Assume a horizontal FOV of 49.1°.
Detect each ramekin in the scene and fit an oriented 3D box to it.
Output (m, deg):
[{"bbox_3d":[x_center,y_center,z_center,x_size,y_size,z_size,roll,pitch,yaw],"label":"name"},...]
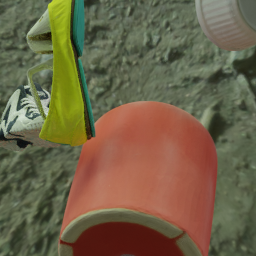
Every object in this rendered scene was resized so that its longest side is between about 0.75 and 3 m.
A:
[{"bbox_3d":[2.395,-2.560,5.466,2.006,0.934,2.006,-4,102,-20],"label":"ramekin"}]

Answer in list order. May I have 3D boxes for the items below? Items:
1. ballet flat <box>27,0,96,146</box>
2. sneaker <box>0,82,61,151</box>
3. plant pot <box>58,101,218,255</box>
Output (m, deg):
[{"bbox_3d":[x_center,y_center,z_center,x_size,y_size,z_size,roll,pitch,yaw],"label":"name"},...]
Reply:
[{"bbox_3d":[-1.065,-1.080,4.293,0.929,0.926,2.772,-5,78,-4],"label":"ballet flat"},{"bbox_3d":[-1.771,-0.353,5.355,0.850,2.130,1.386,24,64,-36],"label":"sneaker"},{"bbox_3d":[0.203,1.259,4.697,2.771,2.771,2.452,12,29,4],"label":"plant pot"}]
